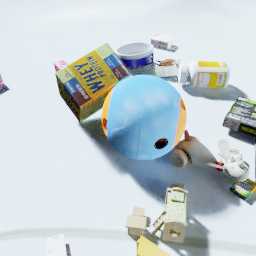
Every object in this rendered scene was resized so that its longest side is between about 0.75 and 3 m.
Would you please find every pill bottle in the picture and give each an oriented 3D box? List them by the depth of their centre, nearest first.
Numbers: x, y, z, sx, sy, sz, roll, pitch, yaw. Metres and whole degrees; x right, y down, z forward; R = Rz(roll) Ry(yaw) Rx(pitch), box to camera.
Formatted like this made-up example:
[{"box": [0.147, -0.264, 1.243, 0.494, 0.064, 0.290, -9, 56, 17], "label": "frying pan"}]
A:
[{"box": [3.672, -2.636, 13.714, 2.292, 1.273, 1.273, 2, 41, 3], "label": "pill bottle"}]

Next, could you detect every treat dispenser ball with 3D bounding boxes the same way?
[{"box": [0.559, -0.367, 9.869, 2.976, 2.976, 2.976, 0, 41, 0], "label": "treat dispenser ball"}]

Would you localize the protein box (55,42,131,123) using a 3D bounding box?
[{"box": [-1.400, -1.699, 11.071, 2.301, 2.285, 1.553, -36, 84, -16], "label": "protein box"}]

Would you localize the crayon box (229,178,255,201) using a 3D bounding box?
[{"box": [3.863, 1.922, 9.257, 0.905, 0.233, 0.569, -30, 49, -31], "label": "crayon box"}]

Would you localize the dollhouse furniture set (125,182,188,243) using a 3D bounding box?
[{"box": [0.885, 2.165, 8.348, 1.666, 1.047, 1.884, 6, 41, 7], "label": "dollhouse furniture set"}]

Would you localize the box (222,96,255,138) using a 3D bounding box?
[{"box": [5.323, -0.377, 11.523, 2.305, 0.548, 2.226, 21, 36, 23], "label": "box"}]

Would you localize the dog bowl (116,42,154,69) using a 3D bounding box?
[{"box": [0.392, -4.011, 15.434, 2.057, 0.810, 2.057, -6, 34, 4], "label": "dog bowl"}]

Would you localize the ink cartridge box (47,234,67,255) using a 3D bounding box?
[{"box": [-1.920, 3.384, 7.575, 0.501, 0.232, 0.920, -10, 41, -11], "label": "ink cartridge box"}]

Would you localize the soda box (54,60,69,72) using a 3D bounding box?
[{"box": [-3.203, -2.896, 14.572, 0.620, 0.562, 1.771, -26, 47, -27], "label": "soda box"}]

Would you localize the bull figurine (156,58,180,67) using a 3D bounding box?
[{"box": [2.195, -3.573, 15.343, 1.415, 0.461, 0.859, -13, 25, -36], "label": "bull figurine"}]

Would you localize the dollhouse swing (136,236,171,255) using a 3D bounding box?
[{"box": [0.417, 3.563, 6.542, 1.201, 1.322, 1.162, 26, 49, 26], "label": "dollhouse swing"}]

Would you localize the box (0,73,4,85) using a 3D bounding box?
[{"box": [-6.973, -2.290, 13.755, 0.663, 0.718, 1.400, 23, 47, 24], "label": "box"}]

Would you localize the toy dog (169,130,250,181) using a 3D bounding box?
[{"box": [2.752, 0.805, 9.596, 2.667, 1.284, 1.759, 5, 38, 14], "label": "toy dog"}]

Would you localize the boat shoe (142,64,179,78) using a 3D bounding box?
[{"box": [1.707, -2.933, 14.750, 1.944, 0.708, 0.601, 3, -3, 14], "label": "boat shoe"}]

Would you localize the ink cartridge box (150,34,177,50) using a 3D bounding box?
[{"box": [2.251, -5.358, 17.460, 1.496, 0.505, 0.871, 19, 44, 20], "label": "ink cartridge box"}]
